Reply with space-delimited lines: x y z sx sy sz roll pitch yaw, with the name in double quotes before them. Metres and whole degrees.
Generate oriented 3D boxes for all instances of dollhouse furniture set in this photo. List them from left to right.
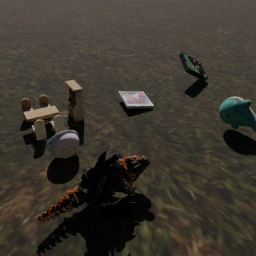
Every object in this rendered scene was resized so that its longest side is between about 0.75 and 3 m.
"dollhouse furniture set" -2.293 -0.675 8.594 1.722 1.121 1.582 -16 36 -26

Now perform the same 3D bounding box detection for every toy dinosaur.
"toy dinosaur" -0.545 1.278 5.734 2.444 1.248 1.659 -48 8 -17

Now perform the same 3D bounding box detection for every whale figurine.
"whale figurine" 3.267 -0.333 8.141 1.309 1.042 0.679 38 44 26

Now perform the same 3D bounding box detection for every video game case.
"video game case" 0.271 -1.008 9.895 0.982 0.124 1.077 -2 35 -21

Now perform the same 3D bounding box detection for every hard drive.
"hard drive" 2.652 -2.464 11.337 1.316 0.249 0.919 13 51 -43

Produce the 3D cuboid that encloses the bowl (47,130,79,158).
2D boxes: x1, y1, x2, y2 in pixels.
"bowl" -1.601 0.499 7.226 0.876 0.876 0.394 -20 56 -27
